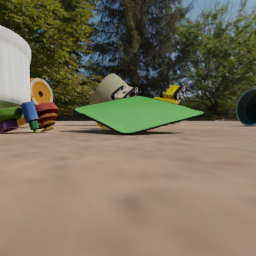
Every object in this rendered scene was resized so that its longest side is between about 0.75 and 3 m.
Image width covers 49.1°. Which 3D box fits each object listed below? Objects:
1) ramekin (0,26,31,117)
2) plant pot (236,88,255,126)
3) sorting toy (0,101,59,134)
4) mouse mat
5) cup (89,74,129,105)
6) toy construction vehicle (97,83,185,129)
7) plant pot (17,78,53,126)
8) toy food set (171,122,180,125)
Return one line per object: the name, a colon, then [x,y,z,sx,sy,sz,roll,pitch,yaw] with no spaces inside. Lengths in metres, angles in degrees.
ramekin: [-3.202,-0.832,5.341,2.727,1.329,2.727,-10,-8,-1]
plant pot: [5.226,-0.701,10.780,1.399,1.429,1.429,7,-1,-24]
sorting toy: [-1.815,-0.101,5.036,1.313,0.539,0.789,-16,-5,-35]
mouse mat: [0.131,-0.339,5.621,1.864,0.087,2.316,-14,22,-29]
cup: [-0.441,-0.984,11.826,1.548,2.164,2.164,29,9,13]
toy construction vehicle: [0.379,-0.498,7.233,1.733,0.701,1.990,11,37,26]
plant pot: [-3.221,-0.914,8.811,1.417,1.547,1.547,-11,-4,28]
toy food set: [1.643,-0.623,11.263,0.279,1.147,1.135,-40,5,-27]
